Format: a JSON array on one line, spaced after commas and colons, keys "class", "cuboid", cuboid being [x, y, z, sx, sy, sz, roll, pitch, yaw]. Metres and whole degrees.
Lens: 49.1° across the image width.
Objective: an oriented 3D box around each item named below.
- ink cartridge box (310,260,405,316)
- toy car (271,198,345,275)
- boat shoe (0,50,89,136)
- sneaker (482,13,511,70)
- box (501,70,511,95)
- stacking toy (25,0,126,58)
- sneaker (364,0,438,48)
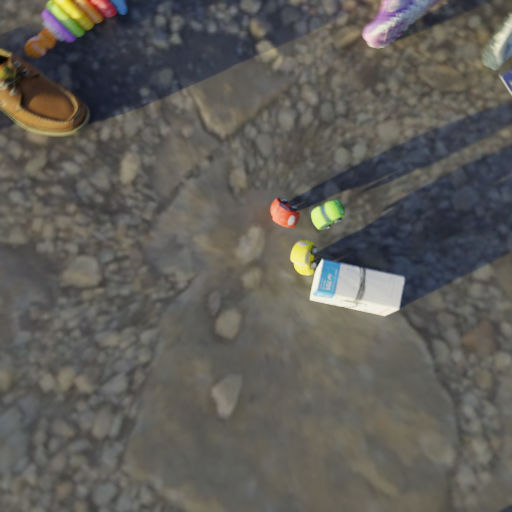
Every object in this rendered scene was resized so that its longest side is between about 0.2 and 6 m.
[{"class": "ink cartridge box", "cuboid": [1.396, 0.460, 7.886, 1.149, 0.841, 0.493, 13, 78, 3]}, {"class": "toy car", "cuboid": [0.746, -0.444, 7.996, 0.282, 1.189, 1.264, -12, 75, -45]}, {"class": "boat shoe", "cuboid": [-3.730, -2.598, 8.594, 2.364, 0.804, 0.851, 25, 78, 5]}, {"class": "sneaker", "cuboid": [4.415, -3.635, 8.868, 0.851, 0.765, 1.972, 40, 80, 5]}, {"class": "box", "cuboid": [4.454, -2.827, 8.942, 1.010, 0.164, 0.612, -27, 82, -3]}, {"class": "stacking toy", "cuboid": [-3.014, -3.791, 8.916, 1.004, 0.949, 1.730, 44, 92, 12]}, {"class": "sneaker", "cuboid": [2.256, -4.022, 8.989, 1.613, 0.649, 0.713, -42, 83, -9]}]
